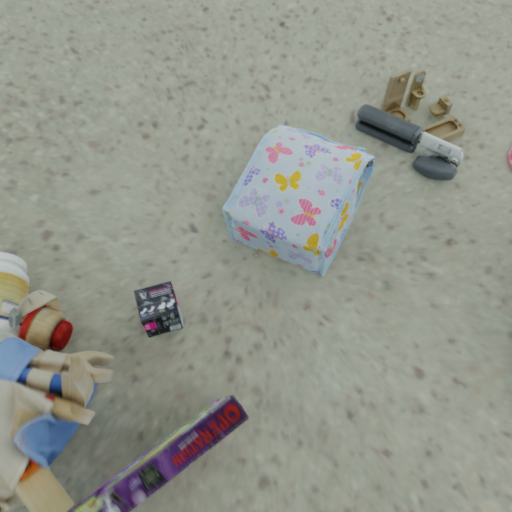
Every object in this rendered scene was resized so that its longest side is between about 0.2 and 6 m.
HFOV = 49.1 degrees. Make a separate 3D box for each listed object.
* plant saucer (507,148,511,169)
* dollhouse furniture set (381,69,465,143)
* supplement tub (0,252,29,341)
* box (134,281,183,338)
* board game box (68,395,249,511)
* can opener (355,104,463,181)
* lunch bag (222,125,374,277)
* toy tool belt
[{"bbox_3d":[5.428,-1.884,10.861,1.005,0.255,1.005,0,60,0],"label":"plant saucer"},{"bbox_3d":[3.373,-2.941,11.034,1.202,1.030,1.264,-23,62,-13],"label":"dollhouse furniture set"},{"bbox_3d":[-4.150,0.700,8.909,0.957,0.957,1.326,-5,60,-3],"label":"supplement tub"},{"bbox_3d":[-1.517,0.845,8.809,0.614,0.930,0.533,-15,68,-9],"label":"box"},{"bbox_3d":[-1.483,2.836,7.168,2.929,1.758,0.473,-34,87,-18],"label":"board game box"},{"bbox_3d":[2.883,-2.172,10.836,2.244,0.598,0.750,29,62,17],"label":"can opener"},{"bbox_3d":[0.802,-1.075,9.719,1.931,1.447,2.277,21,71,14],"label":"lunch bag"},{"bbox_3d":[-2.867,2.045,7.712,1.915,1.945,3.116,19,36,0],"label":"toy tool belt"}]
